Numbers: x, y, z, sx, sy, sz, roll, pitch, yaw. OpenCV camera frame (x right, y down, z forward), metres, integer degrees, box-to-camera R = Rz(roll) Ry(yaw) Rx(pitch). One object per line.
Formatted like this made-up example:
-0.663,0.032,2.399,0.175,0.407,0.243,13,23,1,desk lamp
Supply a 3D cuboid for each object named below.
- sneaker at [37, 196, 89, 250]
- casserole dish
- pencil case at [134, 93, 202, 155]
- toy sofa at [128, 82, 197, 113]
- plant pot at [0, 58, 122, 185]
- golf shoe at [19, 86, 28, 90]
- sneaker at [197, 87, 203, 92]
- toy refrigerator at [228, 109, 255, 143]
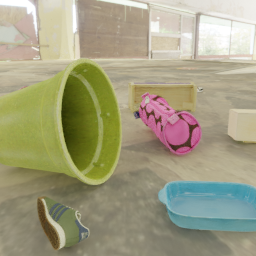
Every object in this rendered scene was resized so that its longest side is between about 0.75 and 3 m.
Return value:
-1.072,1.504,4.605,0.579,0.433,1.290,0,14,-31,sneaker
1.538,1.382,4.969,1.998,0.388,1.210,0,18,4,casserole dish
1.134,-0.254,8.591,1.292,1.334,2.848,-25,20,-6,pencil case
1.504,-1.457,12.630,2.975,1.232,1.452,-1,18,-2,toy sofa
-1.800,-0.044,6.478,2.469,2.686,2.686,-5,14,22,plant pot
-5.643,-2.074,15.941,0.733,0.603,1.602,-12,8,37,golf shoe
4.035,-2.408,16.963,1.187,0.475,0.437,-4,16,-17,sneaker
4.612,-0.036,8.635,2.721,0.952,1.033,2,11,5,toy refrigerator
